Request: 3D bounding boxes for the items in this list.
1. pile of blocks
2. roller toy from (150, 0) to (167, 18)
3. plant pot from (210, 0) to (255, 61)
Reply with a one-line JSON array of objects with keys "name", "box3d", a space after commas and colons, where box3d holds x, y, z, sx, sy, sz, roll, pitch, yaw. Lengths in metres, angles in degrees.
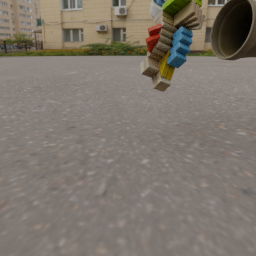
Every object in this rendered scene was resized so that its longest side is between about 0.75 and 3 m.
[{"name": "pile of blocks", "box3d": [0.851, -2.000, 5.634, 0.764, 2.459, 1.009, 13, 4, -30]}, {"name": "roller toy", "box3d": [1.389, -3.924, 8.807, 1.372, 0.958, 1.251, 13, 46, 0]}, {"name": "plant pot", "box3d": [3.103, -2.398, 7.124, 1.318, 1.519, 1.519, 6, 14, -21]}]
